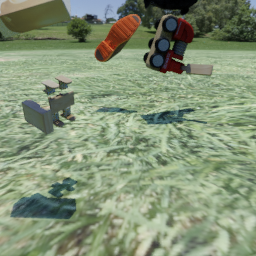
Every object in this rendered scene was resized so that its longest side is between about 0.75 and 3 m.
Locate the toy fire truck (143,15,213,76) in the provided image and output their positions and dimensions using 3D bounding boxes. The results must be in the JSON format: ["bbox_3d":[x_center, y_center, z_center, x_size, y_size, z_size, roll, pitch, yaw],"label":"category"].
[{"bbox_3d":[1.741,-2.480,9.022,1.975,1.739,1.271,16,13,-18],"label":"toy fire truck"}]

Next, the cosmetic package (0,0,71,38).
[{"bbox_3d":[-1.373,-1.731,4.028,1.046,0.372,0.550,-14,59,6],"label":"cosmetic package"}]

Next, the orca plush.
[{"bbox_3d":[1.700,-4.455,9.191,2.361,1.242,0.839,-4,13,-26],"label":"orca plush"}]

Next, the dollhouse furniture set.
[{"bbox_3d":[-1.245,-0.348,4.861,0.608,0.803,0.916,27,41,32],"label":"dollhouse furniture set"}]

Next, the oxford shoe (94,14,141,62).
[{"bbox_3d":[-0.349,-3.237,10.172,2.086,0.744,0.761,-40,-5,16],"label":"oxford shoe"}]
